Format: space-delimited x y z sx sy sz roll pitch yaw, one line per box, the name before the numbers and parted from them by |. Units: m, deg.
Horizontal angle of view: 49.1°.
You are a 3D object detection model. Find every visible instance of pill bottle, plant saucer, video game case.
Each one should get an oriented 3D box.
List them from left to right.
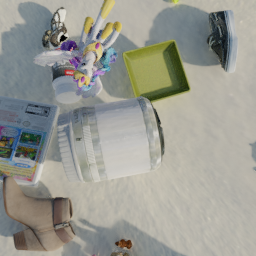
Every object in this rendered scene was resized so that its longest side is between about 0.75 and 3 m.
video game case | -3.840 0.282 8.632 2.878 0.341 2.620 10 70 3
pill bottle | -1.985 -1.714 9.060 0.949 0.949 1.667 -9 70 -3
plant saucer | 0.904 -1.770 9.178 1.837 0.440 1.839 -16 85 -6

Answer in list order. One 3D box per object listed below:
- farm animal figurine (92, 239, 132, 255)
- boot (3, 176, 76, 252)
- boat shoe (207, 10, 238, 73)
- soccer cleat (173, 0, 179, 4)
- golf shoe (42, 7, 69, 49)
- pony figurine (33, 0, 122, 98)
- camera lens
farm animal figurine | -0.338 3.566 7.190 1.386 0.697 1.119 -32 73 -11
boot | -2.368 2.206 7.626 1.653 0.794 2.261 -17 81 -1
boat shoe | 3.192 -2.965 9.645 0.945 0.960 2.664 0 59 10
soccer cleat | 1.760 -5.190 10.761 0.432 0.334 1.033 -6 71 30
golf shoe | -2.418 -3.492 9.968 0.791 0.651 1.673 20 76 -5
pony figurine | -1.079 -1.800 6.884 1.841 2.135 2.211 30 72 -27
camera lens | -0.420 0.329 7.664 2.597 2.077 2.077 -10 70 -4
